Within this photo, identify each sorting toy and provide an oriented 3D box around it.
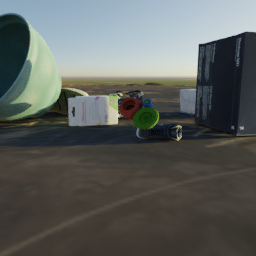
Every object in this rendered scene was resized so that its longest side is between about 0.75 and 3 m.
[{"bbox_3d":[0.280,-0.259,5.698,0.609,0.416,1.014,-41,51,-10],"label":"sorting toy"}]

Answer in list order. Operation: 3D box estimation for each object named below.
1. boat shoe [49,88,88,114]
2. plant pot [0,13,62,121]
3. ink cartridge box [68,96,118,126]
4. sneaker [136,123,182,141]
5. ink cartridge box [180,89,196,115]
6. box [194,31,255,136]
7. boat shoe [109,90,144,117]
[{"bbox_3d":[-2.529,-1.026,9.897,2.553,0.954,0.873,1,21,10],"label":"boat shoe"},{"bbox_3d":[-3.257,-1.448,8.205,2.986,2.986,2.001,6,-16,29],"label":"plant pot"},{"bbox_3d":[-0.948,-0.459,7.348,1.309,0.767,0.441,-3,10,-23],"label":"ink cartridge box"},{"bbox_3d":[0.665,0.076,5.594,0.874,0.332,0.632,-5,8,-29],"label":"sneaker"},{"bbox_3d":[3.177,-0.929,9.696,2.304,0.880,1.572,-5,11,-16],"label":"ink cartridge box"},{"bbox_3d":[2.551,-1.018,6.648,1.109,2.130,1.940,-1,10,-13],"label":"box"},{"bbox_3d":[-0.274,-0.804,9.154,1.012,0.826,2.739,7,12,34],"label":"boat shoe"}]
